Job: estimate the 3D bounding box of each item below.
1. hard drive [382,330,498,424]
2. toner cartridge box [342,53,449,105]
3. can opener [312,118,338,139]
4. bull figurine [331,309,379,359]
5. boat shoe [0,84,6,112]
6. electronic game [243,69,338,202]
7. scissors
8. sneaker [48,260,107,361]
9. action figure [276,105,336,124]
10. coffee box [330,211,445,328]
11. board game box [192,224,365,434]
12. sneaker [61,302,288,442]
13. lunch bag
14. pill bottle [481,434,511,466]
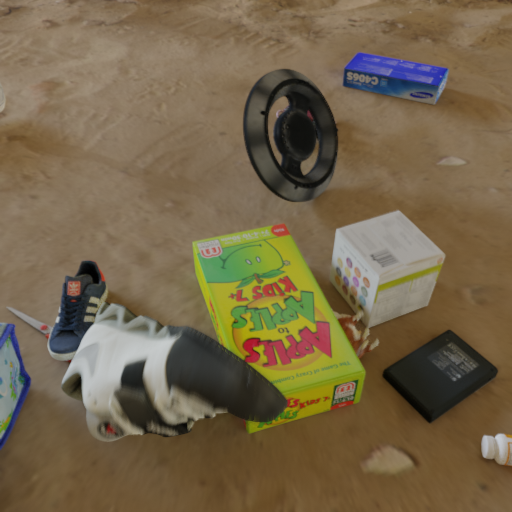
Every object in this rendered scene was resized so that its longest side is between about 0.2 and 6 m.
[{"bbox_3d":[2.481,1.589,7.571,1.275,0.210,0.890,-24,48,-24],"label":"hard drive"},{"bbox_3d":[3.466,-4.458,13.998,2.359,0.509,1.121,18,46,20],"label":"toner cartridge box"},{"bbox_3d":[1.155,-2.657,12.068,1.415,0.449,0.556,-30,51,-29],"label":"can opener"},{"bbox_3d":[1.338,1.069,8.006,0.557,0.299,0.917,-38,50,18],"label":"bull figurine"},{"bbox_3d":[-6.508,-3.115,12.092,0.919,0.874,2.551,39,54,11],"label":"boat shoe"},{"bbox_3d":[0.697,-2.198,10.299,0.505,2.428,2.428,-3,30,48],"label":"electronic game"},{"bbox_3d":[-3.042,1.132,8.138,1.827,0.127,0.668,13,44,13],"label":"scissors"},{"bbox_3d":[-2.599,0.707,8.044,0.641,0.723,1.711,0,36,-1],"label":"sneaker"},{"bbox_3d":[1.221,-3.176,12.686,1.202,0.805,0.895,-28,8,-40],"label":"action figure"},{"bbox_3d":[1.904,0.191,8.390,1.126,1.114,1.125,-18,47,-18],"label":"coffee box"},{"bbox_3d":[0.182,0.847,8.001,1.542,0.723,3.035,-12,44,-13],"label":"board game box"},{"bbox_3d":[-1.114,1.594,6.452,3.419,1.267,1.513,4,55,48],"label":"sneaker"},{"bbox_3d":[-3.880,1.858,6.425,1.834,1.375,2.157,-1,33,-1],"label":"lunch bag"},{"bbox_3d":[3.043,2.319,6.669,0.628,0.349,0.349,6,43,7],"label":"pill bottle"}]
